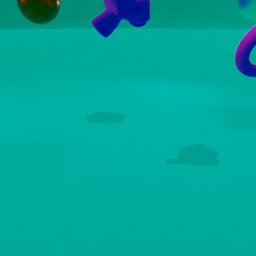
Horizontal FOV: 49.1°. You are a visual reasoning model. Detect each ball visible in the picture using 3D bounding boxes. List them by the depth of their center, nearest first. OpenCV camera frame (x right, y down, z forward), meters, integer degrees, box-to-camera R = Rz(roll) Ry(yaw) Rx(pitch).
[{"bbox_3d":[-2.328,-3.290,7.317,1.102,1.102,1.102,0,21,0],"label":"ball"}]

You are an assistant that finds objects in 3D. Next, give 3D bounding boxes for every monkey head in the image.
[{"bbox_3d":[-0.182,-2.234,5.014,1.161,1.613,0.972,-39,39,13],"label":"monkey head"}]

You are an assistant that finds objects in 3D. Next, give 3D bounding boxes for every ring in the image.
[{"bbox_3d":[3.341,-1.886,6.626,1.643,1.643,0.329,-5,50,-12],"label":"ring"}]

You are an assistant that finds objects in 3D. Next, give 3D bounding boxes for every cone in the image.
[{"bbox_3d":[3.090,-2.946,6.325,0.939,0.939,0.942,16,28,34],"label":"cone"}]
